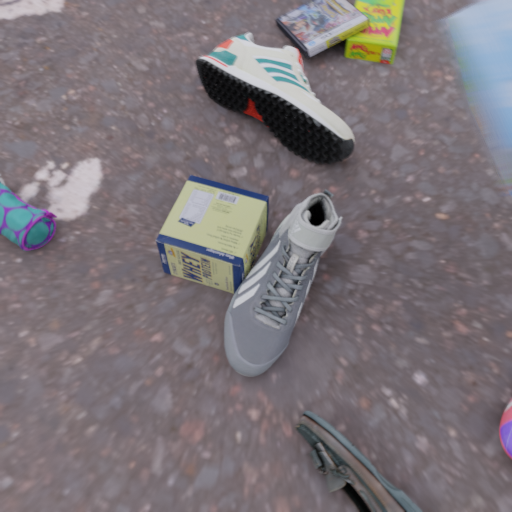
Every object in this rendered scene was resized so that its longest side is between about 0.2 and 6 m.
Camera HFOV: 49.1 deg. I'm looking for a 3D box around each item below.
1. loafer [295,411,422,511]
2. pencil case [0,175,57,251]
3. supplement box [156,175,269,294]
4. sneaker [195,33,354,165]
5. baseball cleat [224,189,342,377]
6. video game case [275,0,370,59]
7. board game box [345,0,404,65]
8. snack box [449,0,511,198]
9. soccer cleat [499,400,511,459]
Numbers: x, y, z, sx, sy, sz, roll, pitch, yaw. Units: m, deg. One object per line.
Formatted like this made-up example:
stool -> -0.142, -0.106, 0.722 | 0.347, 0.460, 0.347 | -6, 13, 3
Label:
loafer -> 1.169, 2.734, 6.676 | 2.013, 0.723, 0.633 | 40, 72, 20
pencil case -> -3.926, -0.739, 8.868 | 1.607, 0.684, 0.743 | 34, 83, 19
supplement box -> -0.621, -0.318, 8.478 | 1.316, 0.884, 1.315 | 16, 59, 10
sneaker -> 0.577, -3.024, 10.004 | 3.425, 1.206, 1.601 | 35, 69, 23
baseball cleat -> 0.362, 0.237, 7.754 | 0.985, 1.503, 2.824 | 23, 62, -2
video game case -> 1.313, -4.747, 11.384 | 1.410, 0.199, 1.561 | -28, 51, -1
board game box -> 2.480, -4.822, 11.604 | 0.973, 0.456, 1.915 | 11, 58, 7
snack box -> 3.052, -1.243, 6.023 | 0.921, 2.721, 2.294 | -24, 76, 20
soccer cleat -> 4.342, 1.655, 7.091 | 2.908, 1.112, 0.970 | -23, 60, -15
